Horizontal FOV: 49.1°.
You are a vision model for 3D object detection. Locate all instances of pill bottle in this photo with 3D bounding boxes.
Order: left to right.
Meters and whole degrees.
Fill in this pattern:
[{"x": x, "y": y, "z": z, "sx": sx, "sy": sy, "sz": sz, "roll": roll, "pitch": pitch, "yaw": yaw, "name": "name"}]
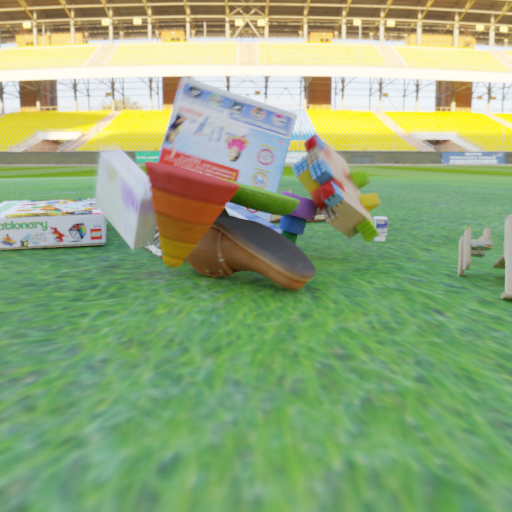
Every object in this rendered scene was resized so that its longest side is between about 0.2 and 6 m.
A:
[{"x": 2.958, "y": -0.641, "z": 13.396, "sx": 0.340, "sy": 0.567, "sz": 0.340, "roll": 0, "pitch": 11, "yaw": 0, "name": "pill bottle"}]

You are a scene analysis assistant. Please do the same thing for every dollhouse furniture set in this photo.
[{"x": 4.125, "y": 0.175, "z": 8.691, "sx": 1.694, "sy": 1.200, "sz": 1.845, "roll": 3, "pitch": -10, "yaw": 14, "name": "dollhouse furniture set"}]

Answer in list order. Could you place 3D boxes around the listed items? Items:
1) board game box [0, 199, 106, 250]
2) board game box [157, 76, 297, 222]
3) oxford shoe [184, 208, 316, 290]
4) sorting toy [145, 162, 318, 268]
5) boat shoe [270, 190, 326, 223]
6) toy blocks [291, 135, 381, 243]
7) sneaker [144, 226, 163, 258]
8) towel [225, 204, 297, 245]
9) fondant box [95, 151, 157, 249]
[{"x": -5.227, "y": -0.891, "z": 14.144, "sx": 2.766, "sy": 0.758, "sz": 4.381, "roll": -4, "pitch": 11, "yaw": -15, "name": "board game box"}, {"x": -0.822, "y": -2.532, "z": 14.072, "sx": 3.060, "sy": 2.997, "sz": 0.855, "roll": 16, "pitch": -10, "yaw": -9, "name": "board game box"}, {"x": -0.410, "y": -0.069, "z": 9.296, "sx": 3.245, "sy": 1.157, "sz": 1.158, "roll": 27, "pitch": 16, "yaw": 36, "name": "oxford shoe"}, {"x": -0.313, "y": -0.522, "z": 9.792, "sx": 1.532, "sy": 1.522, "sz": 4.418, "roll": 20, "pitch": 10, "yaw": 32, "name": "sorting toy"}, {"x": 1.080, "y": -1.508, "z": 16.991, "sx": 2.580, "sy": 0.954, "sz": 0.953, "roll": -3, "pitch": 11, "yaw": -14, "name": "boat shoe"}, {"x": 1.403, "y": -1.457, "z": 11.058, "sx": 1.179, "sy": 2.360, "sz": 1.613, "roll": -35, "pitch": -38, "yaw": 24, "name": "toy blocks"}, {"x": -1.836, "y": -0.634, "z": 11.820, "sx": 0.938, "sy": 1.113, "sz": 2.544, "roll": -6, "pitch": 13, "yaw": -31, "name": "sneaker"}, {"x": -0.587, "y": -0.535, "z": 11.566, "sx": 2.040, "sy": 0.331, "sz": 2.777, "roll": 31, "pitch": 23, "yaw": 26, "name": "towel"}, {"x": -2.307, "y": -1.022, "z": 9.997, "sx": 0.448, "sy": 1.109, "sz": 1.538, "roll": -15, "pitch": 45, "yaw": -39, "name": "fondant box"}]
